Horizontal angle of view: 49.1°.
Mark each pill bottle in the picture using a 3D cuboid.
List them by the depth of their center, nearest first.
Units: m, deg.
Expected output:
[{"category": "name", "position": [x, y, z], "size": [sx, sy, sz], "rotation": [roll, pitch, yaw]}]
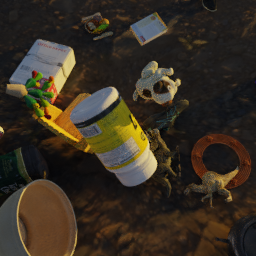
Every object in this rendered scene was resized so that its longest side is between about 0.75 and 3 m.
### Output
[{"category": "pill bottle", "position": [-0.362, 0.340, 8.944], "size": [1.687, 2.953, 1.687], "rotation": [-27, 24, 13]}]

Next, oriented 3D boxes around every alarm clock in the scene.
[{"category": "alarm clock", "position": [4.320, 3.409, 8.344], "size": [2.921, 0.972, 1.970], "rotation": [-24, 65, -9]}]

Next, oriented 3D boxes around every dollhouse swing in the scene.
[{"category": "dollhouse swing", "position": [-1.774, -0.444, 10.178], "size": [2.131, 1.937, 1.873], "rotation": [33, 87, 17]}]

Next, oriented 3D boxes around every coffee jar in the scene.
[{"category": "coffee jar", "position": [-4.067, 1.544, 9.206], "size": [2.748, 1.433, 1.173], "rotation": [-20, 65, -9]}]

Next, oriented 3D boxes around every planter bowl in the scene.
[{"category": "planter bowl", "position": [-2.883, 2.917, 8.106], "size": [1.661, 2.468, 2.468], "rotation": [-22, 60, 18]}]

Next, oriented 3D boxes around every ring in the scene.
[{"category": "ring", "position": [3.377, 1.136, 10.134], "size": [2.131, 0.204, 2.131], "rotation": [0, 61, -1]}]

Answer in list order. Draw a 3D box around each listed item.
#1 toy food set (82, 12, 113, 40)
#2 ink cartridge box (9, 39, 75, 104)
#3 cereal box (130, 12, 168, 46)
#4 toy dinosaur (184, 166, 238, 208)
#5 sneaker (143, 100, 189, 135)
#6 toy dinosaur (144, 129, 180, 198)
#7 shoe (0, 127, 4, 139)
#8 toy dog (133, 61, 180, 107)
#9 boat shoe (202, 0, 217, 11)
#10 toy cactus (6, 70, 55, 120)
[{"category": "toy food set", "position": [-1.513, -4.999, 13.433], "size": [1.152, 0.335, 1.669], "rotation": [-24, 64, -13]}, {"category": "ink cartridge box", "position": [-3.448, -2.363, 11.606], "size": [1.706, 0.980, 2.349], "rotation": [17, 63, 9]}, {"category": "cereal box", "position": [0.656, -3.133, 8.847], "size": [0.986, 0.195, 0.709], "rotation": [-31, 80, -8]}, {"category": "toy dinosaur", "position": [3.067, 1.948, 9.434], "size": [2.255, 0.656, 1.140], "rotation": [-19, 61, -10]}, {"category": "sneaker", "position": [1.562, -0.372, 10.766], "size": [1.989, 0.750, 0.788], "rotation": [-31, 78, -8]}, {"category": "toy dinosaur", "position": [1.194, 1.267, 9.812], "size": [1.243, 0.936, 2.431], "rotation": [-3, 66, 11]}, {"category": "shoe", "position": [-5.475, 0.886, 9.945], "size": [2.382, 0.851, 1.084], "rotation": [-26, 65, -8]}, {"category": "toy dog", "position": [0.908, -1.302, 8.793], "size": [1.488, 1.071, 1.535], "rotation": [-29, 31, -9]}, {"category": "boat shoe", "position": [4.110, -6.630, 14.242], "size": [0.619, 0.530, 1.691], "rotation": [-8, 63, -5]}, {"category": "toy cactus", "position": [-3.024, -1.119, 8.818], "size": [1.469, 0.910, 1.780], "rotation": [6, 68, -31]}]
